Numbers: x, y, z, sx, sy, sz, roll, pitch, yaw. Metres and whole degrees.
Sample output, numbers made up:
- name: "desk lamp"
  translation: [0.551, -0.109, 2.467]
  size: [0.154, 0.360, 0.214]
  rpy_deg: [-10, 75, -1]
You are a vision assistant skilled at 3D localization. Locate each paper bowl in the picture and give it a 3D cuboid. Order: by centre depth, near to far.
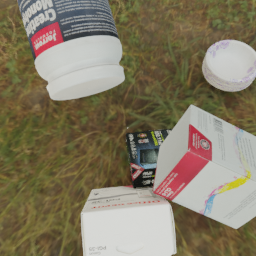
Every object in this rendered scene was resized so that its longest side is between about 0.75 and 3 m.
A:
- name: "paper bowl"
  translation: [3.308, -1.962, 9.193]
  size: [1.723, 0.896, 1.723]
  rpy_deg: [0, 65, 0]

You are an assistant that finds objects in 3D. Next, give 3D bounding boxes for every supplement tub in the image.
- name: "supplement tub"
  translation: [-1.277, -2.221, 6.343]
  size: [1.973, 1.973, 2.812]
  rpy_deg: [-16, 89, -7]

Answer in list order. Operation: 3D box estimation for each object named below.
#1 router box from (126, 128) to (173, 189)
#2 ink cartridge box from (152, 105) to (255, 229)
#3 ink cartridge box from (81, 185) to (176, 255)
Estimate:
- name: "router box"
  translation: [0.729, 0.747, 7.541]
  size: [1.435, 0.595, 1.915]
  rpy_deg: [-5, 28, -3]
- name: "ink cartridge box"
  translation: [1.745, 0.800, 5.660]
  size: [1.975, 1.429, 1.435]
  rpy_deg: [25, 39, -6]
- name: "ink cartridge box"
  translation: [-0.027, 2.012, 6.385]
  size: [1.783, 2.433, 1.007]
  rpy_deg: [-5, 88, -3]
